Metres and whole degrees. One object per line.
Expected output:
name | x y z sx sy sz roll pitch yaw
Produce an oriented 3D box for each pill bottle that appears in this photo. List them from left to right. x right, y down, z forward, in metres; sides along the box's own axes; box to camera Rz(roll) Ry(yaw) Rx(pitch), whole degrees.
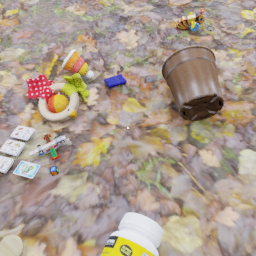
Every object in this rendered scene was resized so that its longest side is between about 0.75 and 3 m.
pill bottle | -0.064 3.385 6.753 1.358 1.358 2.376 19 53 15

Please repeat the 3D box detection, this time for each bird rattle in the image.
bird rattle | -2.725 -1.188 10.664 2.440 1.375 1.989 -3 67 1

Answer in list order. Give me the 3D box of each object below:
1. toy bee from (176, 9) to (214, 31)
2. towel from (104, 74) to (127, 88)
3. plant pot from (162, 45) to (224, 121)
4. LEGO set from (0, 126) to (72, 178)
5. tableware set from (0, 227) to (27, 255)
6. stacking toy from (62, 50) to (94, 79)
toy bee | 3.454 -5.599 14.339 1.927 1.048 1.262 -17 52 -13
towel | -0.533 -1.987 11.931 0.833 0.206 0.615 -19 46 -15
plant pot | 2.499 -1.541 10.497 2.137 2.137 2.116 -5 59 -4
LEGO set | -3.168 0.920 9.487 2.512 0.617 1.877 9 52 21
tableware set | -3.513 3.337 7.503 1.483 0.297 0.980 -14 64 -4
stacking toy | -1.992 -2.530 11.723 1.341 0.980 0.980 35 53 -10
